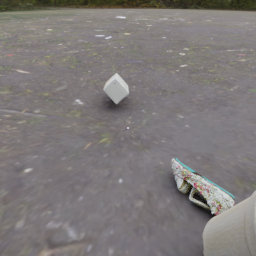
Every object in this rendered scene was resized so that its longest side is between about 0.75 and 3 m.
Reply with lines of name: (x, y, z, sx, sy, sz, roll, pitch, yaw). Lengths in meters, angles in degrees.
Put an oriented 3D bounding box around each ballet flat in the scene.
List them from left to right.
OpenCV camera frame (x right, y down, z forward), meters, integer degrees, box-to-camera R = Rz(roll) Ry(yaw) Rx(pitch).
ballet flat: (1.426, 1.246, 6.027, 0.586, 0.693, 1.834, -51, 36, -4)

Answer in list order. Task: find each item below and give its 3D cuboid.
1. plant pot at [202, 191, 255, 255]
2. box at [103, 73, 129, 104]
plant pot: (1.882, 1.625, 3.940, 1.586, 1.452, 1.586, 12, 59, -20)
box: (-0.427, -1.506, 10.509, 0.618, 0.755, 1.591, -40, 13, 11)
